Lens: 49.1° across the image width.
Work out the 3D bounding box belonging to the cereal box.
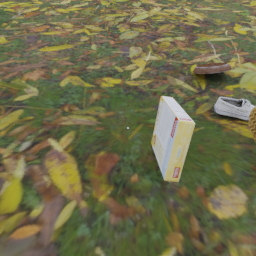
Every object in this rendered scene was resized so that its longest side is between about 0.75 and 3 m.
[{"bbox_3d":[0.996,0.171,6.741,0.394,1.434,1.993,8,21,-8],"label":"cereal box"}]

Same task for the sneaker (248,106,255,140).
[{"bbox_3d":[4.383,0.369,7.215,1.233,1.025,2.736,-15,54,-31],"label":"sneaker"}]

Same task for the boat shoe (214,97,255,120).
[{"bbox_3d":[3.617,-0.669,8.910,1.652,0.543,0.594,12,41,5],"label":"boat shoe"}]

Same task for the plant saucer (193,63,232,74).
[{"bbox_3d":[3.319,-2.387,11.088,1.503,0.259,1.503,-6,17,2],"label":"plant saucer"}]
